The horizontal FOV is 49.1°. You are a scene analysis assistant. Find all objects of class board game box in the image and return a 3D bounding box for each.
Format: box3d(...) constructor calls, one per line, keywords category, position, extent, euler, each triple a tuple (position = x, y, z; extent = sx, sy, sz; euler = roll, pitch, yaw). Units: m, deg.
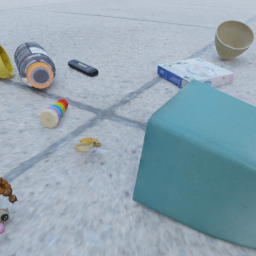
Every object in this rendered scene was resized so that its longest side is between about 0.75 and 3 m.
box3d(category="board game box", position=(2.767, -2.276, 11.711), extent=(2.244, 0.489, 2.255), euler=(-15, 35, -23))

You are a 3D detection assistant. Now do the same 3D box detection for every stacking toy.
box3d(category="stacking toy", position=(-2.270, -0.548, 8.961), extent=(0.611, 0.611, 1.431), euler=(5, 25, 8))

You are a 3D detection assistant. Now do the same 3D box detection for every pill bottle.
box3d(category="pill bottle", position=(-3.703, -2.467, 11.183), extent=(1.377, 1.377, 2.592), euler=(-13, 34, -21))

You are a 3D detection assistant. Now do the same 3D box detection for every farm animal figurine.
box3d(category="farm animal figurine", position=(-2.613, 1.723, 5.149), extent=(1.176, 0.732, 1.456), euler=(-17, 34, 8))

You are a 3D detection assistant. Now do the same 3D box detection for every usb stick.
box3d(category="usb stick", position=(-2.041, -2.720, 12.607), extent=(0.534, 0.314, 1.925), euler=(-24, 39, -34))

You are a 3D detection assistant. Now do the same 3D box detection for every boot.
box3d(category="boot", position=(-1.095, 0.411, 7.002), extent=(0.777, 0.274, 0.556), euler=(-8, 16, -37))

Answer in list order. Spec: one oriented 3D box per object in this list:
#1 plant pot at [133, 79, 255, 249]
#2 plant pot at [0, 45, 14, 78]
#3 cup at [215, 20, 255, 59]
box3d(category="plant pot", position=(2.002, 0.797, 5.387), extent=(2.985, 2.108, 2.110), euler=(25, 39, 21))
box3d(category="plant pot", position=(-5.653, -2.616, 11.601), extent=(1.284, 1.365, 1.365), euler=(-21, 34, -4))
box3d(category="cup", position=(5.007, -4.131, 13.679), extent=(1.818, 1.300, 1.818), euler=(1, 65, -2))
